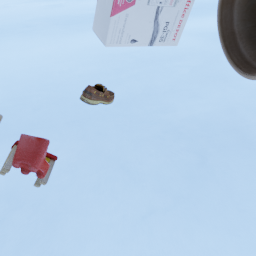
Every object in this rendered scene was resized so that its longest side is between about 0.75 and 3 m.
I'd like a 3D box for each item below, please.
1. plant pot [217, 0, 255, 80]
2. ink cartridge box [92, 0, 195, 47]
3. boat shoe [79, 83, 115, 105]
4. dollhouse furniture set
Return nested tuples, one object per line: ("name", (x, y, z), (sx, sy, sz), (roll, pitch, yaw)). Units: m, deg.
("plant pot", (3.353, -2.402, 5.810), (2.090, 2.396, 2.396), (-16, 38, -9))
("ink cartridge box", (0.459, -3.210, 7.518), (2.459, 1.801, 1.018), (-10, 49, -28))
("boat shoe", (-0.550, -0.706, 5.720), (0.389, 0.365, 1.080), (31, 20, 19))
("dollhouse furniture set", (-2.034, -0.144, 3.812), (2.554, 1.374, 1.039), (27, 62, -23))
